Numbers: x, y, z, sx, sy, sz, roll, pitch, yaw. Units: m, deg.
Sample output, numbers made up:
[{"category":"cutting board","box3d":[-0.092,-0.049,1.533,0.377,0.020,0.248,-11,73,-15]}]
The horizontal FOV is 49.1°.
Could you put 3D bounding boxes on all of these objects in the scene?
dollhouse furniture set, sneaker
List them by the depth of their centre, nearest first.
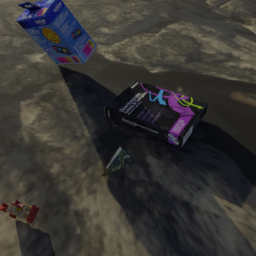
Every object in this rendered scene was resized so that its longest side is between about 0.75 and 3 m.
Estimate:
[{"category":"dollhouse furniture set","box3d":[-2.263,1.644,5.766,0.478,0.889,0.361,11,61,14]},{"category":"sneaker","box3d":[-0.285,0.921,7.103,0.408,0.305,0.909,37,61,-4]}]

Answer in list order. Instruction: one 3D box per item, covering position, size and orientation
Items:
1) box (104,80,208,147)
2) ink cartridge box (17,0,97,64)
[{"category":"box","box3d":[0.870,-0.563,8.701,2.650,0.478,1.895,21,45,25]},{"category":"ink cartridge box","box3d":[-2.757,-3.670,10.420,1.864,2.732,1.043,10,62,40]}]
